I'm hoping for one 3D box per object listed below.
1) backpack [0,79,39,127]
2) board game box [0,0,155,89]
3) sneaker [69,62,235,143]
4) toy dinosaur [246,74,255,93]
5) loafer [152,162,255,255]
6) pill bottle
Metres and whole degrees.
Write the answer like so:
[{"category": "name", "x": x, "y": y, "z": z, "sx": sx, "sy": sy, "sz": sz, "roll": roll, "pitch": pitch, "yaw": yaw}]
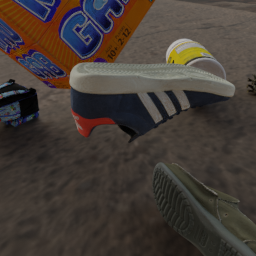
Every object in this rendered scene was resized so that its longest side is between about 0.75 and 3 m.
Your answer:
[{"category": "backpack", "x": -3.301, "y": -0.597, "z": 7.581, "sx": 1.293, "sy": 0.953, "sz": 1.416, "roll": 23, "pitch": 39, "yaw": 31}, {"category": "board game box", "x": -1.702, "y": -2.982, "z": 6.640, "sx": 2.990, "sy": 2.990, "sz": 2.992, "roll": 14, "pitch": 69, "yaw": 56}, {"category": "sneaker", "x": 0.357, "y": -0.317, "z": 3.811, "sx": 2.317, "sy": 0.979, "sz": 0.869, "roll": -2, "pitch": 26, "yaw": -20}, {"category": "toy dinosaur", "x": 4.354, "y": -1.378, "z": 9.336, "sx": 0.696, "sy": 0.524, "sz": 1.361, "roll": 16, "pitch": 27, "yaw": 0}, {"category": "loafer", "x": 1.321, "y": 1.449, "z": 4.636, "sx": 0.862, "sy": 0.931, "sz": 2.476, "roll": -14, "pitch": 43, "yaw": -33}, {"category": "pill bottle", "x": 2.088, "y": -1.982, "z": 9.236, "sx": 1.468, "sy": 1.468, "sz": 2.569, "roll": -2, "pitch": 33, "yaw": -3}]
